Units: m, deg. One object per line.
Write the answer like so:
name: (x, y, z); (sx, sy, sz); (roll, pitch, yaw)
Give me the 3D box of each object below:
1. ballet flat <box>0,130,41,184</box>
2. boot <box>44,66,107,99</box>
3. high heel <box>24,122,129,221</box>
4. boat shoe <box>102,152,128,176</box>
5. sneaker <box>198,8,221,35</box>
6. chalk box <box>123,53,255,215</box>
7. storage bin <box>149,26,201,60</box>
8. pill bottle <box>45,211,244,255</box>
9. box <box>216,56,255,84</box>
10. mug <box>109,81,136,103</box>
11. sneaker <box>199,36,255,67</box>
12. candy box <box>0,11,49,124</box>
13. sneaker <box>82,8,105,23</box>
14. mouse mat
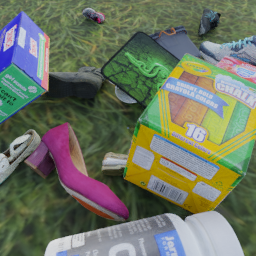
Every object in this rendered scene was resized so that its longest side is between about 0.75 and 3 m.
ballet flat: (-2.672, 0.630, 6.292); (0.562, 0.520, 1.668); (23, 50, 21)
boot: (-1.631, -1.454, 8.360); (2.066, 0.700, 1.350); (9, 34, 10)
high heel: (-0.870, 0.742, 5.739); (2.815, 0.949, 1.353); (25, 64, 29)
boat shoe: (0.122, 0.762, 6.141); (1.380, 0.516, 0.472); (2, 58, 3)
sneaker: (3.155, -4.122, 10.789); (0.712, 0.677, 1.796); (15, 48, 12)
chalk box: (1.420, -0.098, 5.571); (1.797, 1.788, 2.888); (26, 51, 11)
storage bin: (1.353, -2.298, 8.727); (1.791, 1.303, 1.203); (-24, 61, -21)
pill bottle: (0.237, 2.142, 4.147); (2.637, 1.500, 1.500); (-11, 47, -9)
box: (3.239, -1.268, 7.919); (1.627, 0.835, 0.770); (31, 54, 25)
mug: (-0.045, -1.365, 7.945); (1.116, 0.824, 0.978); (14, 46, -9)
sneaker: (3.632, -2.425, 8.776); (2.748, 1.186, 1.067); (22, 50, 20)
candy box: (-3.206, -1.203, 6.826); (2.687, 1.035, 2.272); (-31, 44, 20)
sneaker: (-1.442, -4.575, 11.407); (1.021, 0.412, 0.381); (22, 52, 19)
mouse mat: (0.842, -1.340, 7.591); (2.682, 0.101, 2.158); (38, 59, -2)
